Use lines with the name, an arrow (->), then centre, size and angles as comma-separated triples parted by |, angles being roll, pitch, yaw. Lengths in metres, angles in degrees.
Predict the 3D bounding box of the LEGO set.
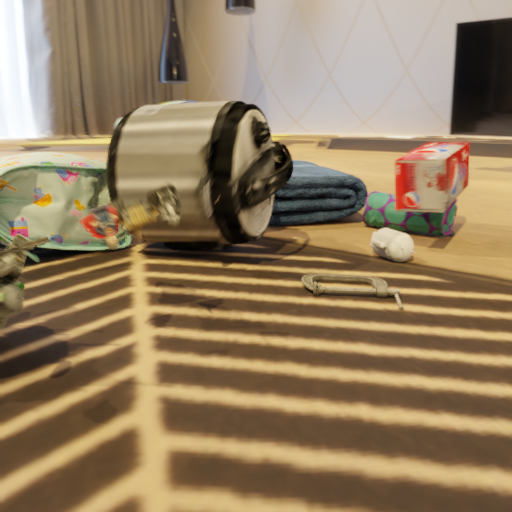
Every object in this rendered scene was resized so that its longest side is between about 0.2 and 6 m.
LEGO set -> -2.593, 0.409, 5.904 | 4.092, 1.160, 2.658 | -21, 10, -16

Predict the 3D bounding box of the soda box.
soda box -> 3.541, -1.631, 11.091 | 0.914, 1.009, 2.883 | 3, 17, 28

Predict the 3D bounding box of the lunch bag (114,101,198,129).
lunch bag -> -1.786, -1.988, 12.037 | 2.019, 2.512, 1.036 | -27, 26, -34

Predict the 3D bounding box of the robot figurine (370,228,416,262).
robot figurine -> 2.387, -0.188, 9.791 | 0.763, 0.508, 0.899 | 0, 13, -27

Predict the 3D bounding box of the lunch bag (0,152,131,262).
lunch bag -> -4.148, -0.987, 10.284 | 3.003, 1.831, 2.558 | -7, 17, -44

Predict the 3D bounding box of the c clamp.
c clamp -> 1.357, 0.441, 8.120 | 1.456, 0.197, 1.244 | 3, 16, 11

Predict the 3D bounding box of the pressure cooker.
pressure cooker -> -0.826, -1.433, 9.882 | 2.907, 2.557, 2.597 | 1, -22, 18

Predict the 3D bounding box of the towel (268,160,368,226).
towel -> 0.833, -1.739, 14.290 | 2.590, 1.126, 4.639 | -3, 15, -13

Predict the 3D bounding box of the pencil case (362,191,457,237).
pencil case -> 3.245, -0.912, 11.865 | 1.910, 0.813, 0.883 | 11, 20, 36
